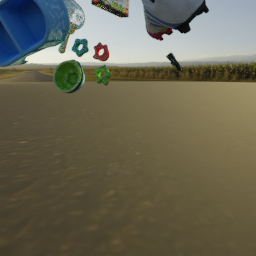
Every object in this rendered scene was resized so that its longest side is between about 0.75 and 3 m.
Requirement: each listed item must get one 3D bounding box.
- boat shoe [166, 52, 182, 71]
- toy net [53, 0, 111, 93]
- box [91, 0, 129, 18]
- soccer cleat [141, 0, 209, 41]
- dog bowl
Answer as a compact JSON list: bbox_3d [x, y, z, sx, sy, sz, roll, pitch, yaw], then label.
[{"bbox_3d":[1.857,-2.625,11.305,0.290,0.857,0.308,-37,7,-8],"label":"boat shoe"},{"bbox_3d":[-1.212,-2.110,6.593,1.340,2.555,0.493,-15,-10,22],"label":"toy net"},{"bbox_3d":[-0.487,-4.092,8.564,0.323,1.024,1.860,7,12,25],"label":"box"},{"bbox_3d":[0.647,-2.255,5.079,0.855,1.057,2.449,-44,15,4],"label":"soccer cleat"},{"bbox_3d":[-2.514,-2.243,6.367,2.532,1.411,0.628,-16,22,29],"label":"dog bowl"}]
